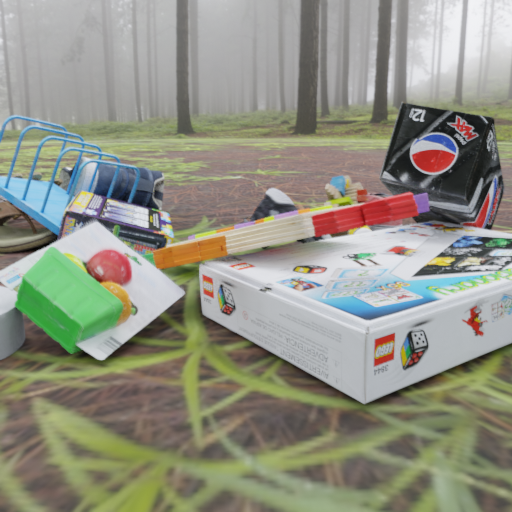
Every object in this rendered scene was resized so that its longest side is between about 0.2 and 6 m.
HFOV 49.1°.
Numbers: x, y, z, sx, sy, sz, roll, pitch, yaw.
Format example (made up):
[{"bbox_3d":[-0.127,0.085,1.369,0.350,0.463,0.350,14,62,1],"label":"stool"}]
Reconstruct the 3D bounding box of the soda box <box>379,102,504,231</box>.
[{"bbox_3d":[3.480,-1.262,10.002,1.447,1.295,4.089,19,0,28],"label":"soda box"}]

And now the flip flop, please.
[{"bbox_3d":[-5.481,-0.712,11.519,3.138,0.903,1.272,10,17,9],"label":"flip flop"}]

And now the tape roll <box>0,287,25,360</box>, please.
[{"bbox_3d":[-3.647,0.843,6.621,1.668,0.551,1.668,1,15,0],"label":"tape roll"}]

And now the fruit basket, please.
[{"bbox_3d":[-1.997,0.393,7.010,1.643,0.832,1.774,37,29,7],"label":"fruit basket"}]

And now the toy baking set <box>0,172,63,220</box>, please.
[{"bbox_3d":[-5.817,-1.428,13.567,2.212,0.257,1.697,-30,-19,3],"label":"toy baking set"}]

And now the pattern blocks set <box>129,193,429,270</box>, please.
[{"bbox_3d":[0.111,-0.322,7.988,4.553,0.369,4.002,-12,1,21],"label":"pattern blocks set"}]

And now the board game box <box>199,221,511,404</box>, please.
[{"bbox_3d":[2.110,0.375,7.706,4.907,0.849,3.098,-10,17,-33],"label":"board game box"}]

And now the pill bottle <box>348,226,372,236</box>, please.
[{"bbox_3d":[2.145,-0.368,11.308,0.454,0.454,0.817,0,16,-1],"label":"pill bottle"}]

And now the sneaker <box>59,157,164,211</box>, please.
[{"bbox_3d":[-3.824,-1.650,14.768,2.457,1.293,3.400,5,-3,-33],"label":"sneaker"}]

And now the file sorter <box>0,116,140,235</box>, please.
[{"bbox_3d":[-4.112,-1.708,12.014,2.665,1.635,1.849,30,15,25],"label":"file sorter"}]

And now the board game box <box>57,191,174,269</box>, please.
[{"bbox_3d":[-2.600,-0.542,10.677,1.909,0.655,2.309,13,12,-13],"label":"board game box"}]

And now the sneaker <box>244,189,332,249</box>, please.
[{"bbox_3d":[0.617,-0.422,11.072,1.899,1.081,0.717,43,-7,23],"label":"sneaker"}]

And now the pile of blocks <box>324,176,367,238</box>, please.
[{"bbox_3d":[2.040,-1.296,12.418,0.723,0.955,2.326,-10,32,22],"label":"pile of blocks"}]

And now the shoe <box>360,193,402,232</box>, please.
[{"bbox_3d":[2.477,-1.050,13.060,1.892,0.861,0.676,7,17,25],"label":"shoe"}]
